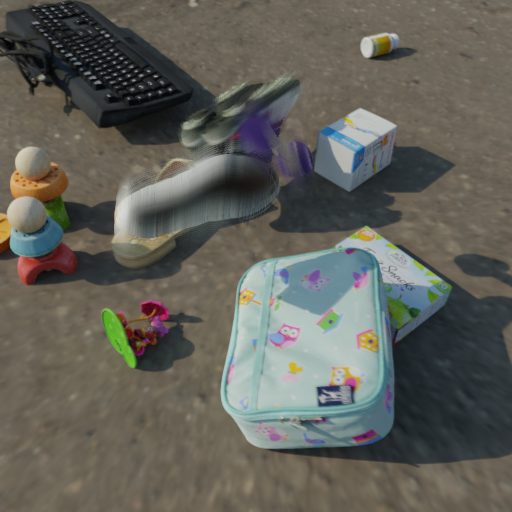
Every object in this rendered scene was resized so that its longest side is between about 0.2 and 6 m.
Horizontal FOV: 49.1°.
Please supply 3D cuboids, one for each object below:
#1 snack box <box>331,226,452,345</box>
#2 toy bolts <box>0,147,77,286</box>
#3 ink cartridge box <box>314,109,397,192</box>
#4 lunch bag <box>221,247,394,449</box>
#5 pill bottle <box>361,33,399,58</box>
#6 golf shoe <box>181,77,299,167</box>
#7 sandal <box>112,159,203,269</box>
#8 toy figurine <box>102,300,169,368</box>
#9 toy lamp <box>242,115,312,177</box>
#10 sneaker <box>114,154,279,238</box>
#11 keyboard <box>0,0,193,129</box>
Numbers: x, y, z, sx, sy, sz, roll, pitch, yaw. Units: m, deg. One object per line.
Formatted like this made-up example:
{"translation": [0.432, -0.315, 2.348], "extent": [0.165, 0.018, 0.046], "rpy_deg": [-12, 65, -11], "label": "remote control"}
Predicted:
{"translation": [1.713, 0.363, 7.820], "extent": [1.126, 0.419, 1.583], "rpy_deg": [-30, 53, -26], "label": "snack box"}
{"translation": [-3.509, -0.589, 8.131], "extent": [1.798, 1.306, 1.883], "rpy_deg": [-20, 49, -19], "label": "toy bolts"}
{"translation": [1.716, -1.850, 9.691], "extent": [1.153, 0.849, 0.834], "rpy_deg": [-35, 55, -29], "label": "ink cartridge box"}
{"translation": [0.591, 1.034, 6.557], "extent": [1.935, 0.930, 2.413], "rpy_deg": [-6, 44, 16], "label": "lunch bag"}
{"translation": [2.872, -4.882, 12.943], "extent": [0.808, 0.449, 0.449], "rpy_deg": [-19, 49, -18], "label": "pill bottle"}
{"translation": [-0.130, -2.015, 9.124], "extent": [1.159, 1.322, 3.002], "rpy_deg": [4, 35, 32], "label": "golf shoe"}
{"translation": [-1.156, -1.032, 8.807], "extent": [1.071, 0.961, 2.921], "rpy_deg": [25, 50, 22], "label": "sandal"}
{"translation": [-1.452, 0.919, 7.269], "extent": [0.774, 0.631, 0.841], "rpy_deg": [-24, 72, -34], "label": "toy figurine"}
{"translation": [0.303, -1.212, 6.468], "extent": [0.452, 1.552, 0.452], "rpy_deg": [-2, 85, 22], "label": "toy lamp"}
{"translation": [-0.654, -0.661, 6.022], "extent": [1.862, 0.678, 0.788], "rpy_deg": [-17, 10, -29], "label": "sneaker"}
{"translation": [-3.753, -4.342, 11.490], "extent": [2.786, 1.061, 5.353], "rpy_deg": [-29, 52, -24], "label": "keyboard"}
